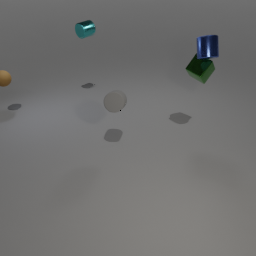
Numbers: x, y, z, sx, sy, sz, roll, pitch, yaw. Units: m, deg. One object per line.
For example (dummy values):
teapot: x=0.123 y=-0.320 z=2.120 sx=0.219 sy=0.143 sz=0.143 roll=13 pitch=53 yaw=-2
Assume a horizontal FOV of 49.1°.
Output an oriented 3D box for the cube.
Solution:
cube: x=2.633 y=-2.150 z=10.164 sx=0.700 sy=0.700 sz=0.700 roll=38 pitch=5 yaw=27

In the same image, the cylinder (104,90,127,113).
cylinder: x=-0.424 y=-0.921 z=9.574 sx=0.700 sy=0.700 sz=0.700 roll=4 pitch=14 yaw=7

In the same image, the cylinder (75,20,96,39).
cylinder: x=-1.990 y=-4.600 z=13.051 sx=0.700 sy=0.700 sz=0.700 roll=24 pitch=43 yaw=36

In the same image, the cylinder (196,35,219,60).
cylinder: x=2.647 y=-2.673 z=9.310 sx=0.700 sy=0.700 sz=0.700 roll=-4 pitch=8 yaw=1

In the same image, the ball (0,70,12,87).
ball: x=-5.429 y=-2.144 z=12.139 sx=0.700 sy=0.700 sz=0.700 roll=0 pitch=29 yaw=0
